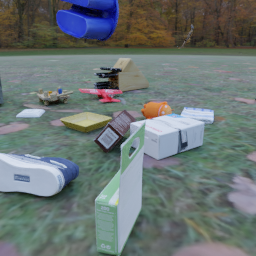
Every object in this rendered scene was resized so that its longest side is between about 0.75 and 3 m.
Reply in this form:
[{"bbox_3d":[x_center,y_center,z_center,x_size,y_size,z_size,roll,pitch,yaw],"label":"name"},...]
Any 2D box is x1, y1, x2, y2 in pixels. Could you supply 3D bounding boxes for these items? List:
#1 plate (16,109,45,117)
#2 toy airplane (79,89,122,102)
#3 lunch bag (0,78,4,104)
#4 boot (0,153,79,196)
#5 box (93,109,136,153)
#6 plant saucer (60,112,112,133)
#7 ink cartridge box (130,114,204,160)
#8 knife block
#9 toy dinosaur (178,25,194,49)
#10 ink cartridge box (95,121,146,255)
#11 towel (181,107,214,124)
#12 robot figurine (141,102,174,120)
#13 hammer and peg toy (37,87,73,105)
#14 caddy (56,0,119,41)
[{"bbox_3d":[-3.577,-0.563,10.331,0.842,0.136,0.844,-1,18,-1],"label":"plate"},{"bbox_3d":[-1.076,-1.514,12.839,2.178,0.401,2.178,6,15,-2],"label":"toy airplane"},{"bbox_3d":[-6.737,-1.858,11.871,2.334,1.673,2.846,-10,25,-28],"label":"lunch bag"},{"bbox_3d":[-1.940,0.826,5.391,1.908,0.694,0.862,11,10,16],"label":"boot"},{"bbox_3d":[-0.306,0.043,7.351,0.513,0.685,1.369,44,23,1],"label":"box"},{"bbox_3d":[-1.317,-0.167,8.855,1.201,0.291,1.202,15,23,36],"label":"plant saucer"},{"bbox_3d":[0.988,0.165,7.191,1.579,0.665,1.142,-13,22,-34],"label":"ink cartridge box"},{"bbox_3d":[-0.420,-2.312,14.864,0.924,2.535,2.888,18,-20,45],"label":"knife block"},{"bbox_3d":[1.934,-2.891,9.148,0.278,0.919,0.488,33,31,4],"label":"toy dinosaur"},{"bbox_3d":[-0.075,0.762,3.906,0.372,1.550,1.128,5,18,17],"label":"ink cartridge box"},{"bbox_3d":[2.463,-0.475,9.979,1.158,0.188,1.576,6,19,16],"label":"towel"},{"bbox_3d":[0.996,-0.537,9.436,1.093,0.637,0.786,12,20,33],"label":"robot figurine"},{"bbox_3d":[-3.099,-1.323,11.983,1.211,0.581,1.647,-9,20,-32],"label":"hammer and peg toy"},{"bbox_3d":[-1.402,-4.201,9.958,1.429,1.925,2.723,-14,35,-39],"label":"caddy"}]
